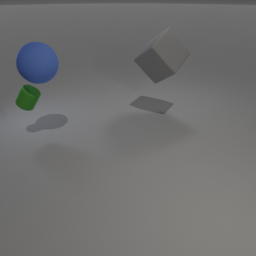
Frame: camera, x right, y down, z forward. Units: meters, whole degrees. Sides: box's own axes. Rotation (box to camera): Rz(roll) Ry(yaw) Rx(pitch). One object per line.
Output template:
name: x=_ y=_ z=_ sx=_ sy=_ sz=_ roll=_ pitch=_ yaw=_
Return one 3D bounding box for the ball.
ball: x=-3.093 y=-2.224 z=9.592 sx=1.400 sy=1.400 sz=1.400 roll=0 pitch=27 yaw=0

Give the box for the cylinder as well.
cylinder: x=-3.677 y=-1.113 z=10.299 sx=0.700 sy=0.700 sz=0.700 roll=28 pitch=28 yaw=-17

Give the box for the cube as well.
cube: x=1.400 y=-2.947 z=11.545 sx=1.400 sy=1.400 sz=1.400 roll=-53 pitch=18 yaw=-27
